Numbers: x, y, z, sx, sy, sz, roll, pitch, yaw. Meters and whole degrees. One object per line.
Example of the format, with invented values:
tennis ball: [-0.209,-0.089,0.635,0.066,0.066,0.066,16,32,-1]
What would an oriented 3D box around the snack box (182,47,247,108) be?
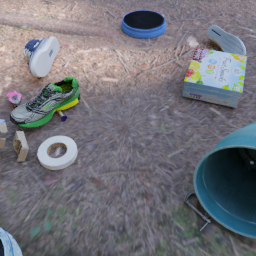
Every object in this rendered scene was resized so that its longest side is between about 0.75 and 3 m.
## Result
snack box: [3.617,-2.170,11.624,2.224,0.892,2.637,15,50,14]

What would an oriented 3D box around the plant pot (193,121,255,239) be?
plant pot: [3.527,1.096,7.664,2.695,2.695,2.532,26,38,22]

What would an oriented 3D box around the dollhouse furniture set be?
dollhouse furniture set: [-4.011,0.570,8.949,1.362,1.251,0.886,3,39,-38]

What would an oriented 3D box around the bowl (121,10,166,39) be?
bowl: [0.853,-5.648,15.112,2.442,0.479,2.442,0,48,0]

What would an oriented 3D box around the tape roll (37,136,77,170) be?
tape roll: [-2.349,0.807,9.349,1.303,0.238,1.303,0,48,-1]

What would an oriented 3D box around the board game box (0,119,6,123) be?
board game box: [-5.055,0.151,9.959,0.921,0.223,1.217,6,47,6]

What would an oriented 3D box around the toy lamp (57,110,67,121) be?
toy lamp: [-2.608,-0.631,10.645,0.267,0.267,0.916,-28,52,-23]

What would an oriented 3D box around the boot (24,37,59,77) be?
boot: [-4.138,-3.182,12.620,1.300,1.047,2.878,-1,40,10]

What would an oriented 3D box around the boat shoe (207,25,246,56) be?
boat shoe: [4.813,-4.118,13.486,0.752,0.873,2.424,10,40,-50]

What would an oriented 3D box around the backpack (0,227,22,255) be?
backpack: [-3.814,3.331,5.963,2.960,2.276,2.415,-45,58,-10]

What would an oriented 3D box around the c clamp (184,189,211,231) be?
c clamp: [2.029,2.276,8.062,0.913,0.145,1.068,-28,54,-24]

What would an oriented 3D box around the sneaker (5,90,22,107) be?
sneaker: [-4.307,-1.044,10.740,0.473,0.571,1.197,-25,33,-21]

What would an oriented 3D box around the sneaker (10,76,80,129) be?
sneaker: [-2.987,-1.037,10.090,1.105,1.206,2.832,40,58,20]
